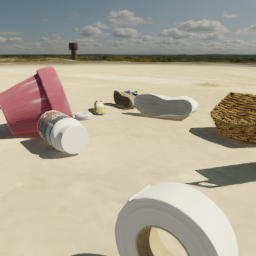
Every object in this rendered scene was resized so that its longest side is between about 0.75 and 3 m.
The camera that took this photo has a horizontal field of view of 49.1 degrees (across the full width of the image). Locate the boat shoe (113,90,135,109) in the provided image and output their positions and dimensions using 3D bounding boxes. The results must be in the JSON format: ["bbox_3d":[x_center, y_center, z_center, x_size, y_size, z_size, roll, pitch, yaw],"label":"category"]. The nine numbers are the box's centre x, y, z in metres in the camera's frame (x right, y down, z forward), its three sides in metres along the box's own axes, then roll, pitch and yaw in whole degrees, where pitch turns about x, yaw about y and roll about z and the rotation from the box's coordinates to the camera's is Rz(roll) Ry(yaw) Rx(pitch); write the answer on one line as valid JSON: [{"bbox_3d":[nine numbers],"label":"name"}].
[{"bbox_3d":[-0.103,-1.538,15.195,0.766,0.808,2.134,-6,26,-31],"label":"boat shoe"}]

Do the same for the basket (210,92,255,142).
[{"bbox_3d":[4.288,-0.080,9.922,1.655,1.728,2.319,-44,30,-17],"label":"basket"}]

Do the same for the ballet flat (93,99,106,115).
[{"bbox_3d":[-1.433,-1.080,13.842,0.605,0.605,1.712,-3,17,-9],"label":"ballet flat"}]

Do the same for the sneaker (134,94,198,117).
[{"bbox_3d":[1.847,-1.054,13.269,2.870,1.057,1.658,11,11,27],"label":"sneaker"}]

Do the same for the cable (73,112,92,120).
[{"bbox_3d":[-2.002,-0.536,12.512,0.768,0.266,0.768,11,18,32],"label":"cable"}]

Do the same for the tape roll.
[{"bbox_3d":[0.544,1.447,3.491,1.489,1.489,0.521,12,21,36],"label":"tape roll"}]

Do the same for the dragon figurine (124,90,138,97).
[{"bbox_3d":[0.041,-2.042,17.246,1.722,0.507,0.856,10,19,28],"label":"dragon figurine"}]

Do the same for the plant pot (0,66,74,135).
[{"bbox_3d":[-3.418,-0.857,10.353,2.174,2.429,2.429,-21,22,-15],"label":"plant pot"}]

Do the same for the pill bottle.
[{"bbox_3d":[-2.048,0.127,8.796,1.070,1.070,1.846,-12,21,-35],"label":"pill bottle"}]
